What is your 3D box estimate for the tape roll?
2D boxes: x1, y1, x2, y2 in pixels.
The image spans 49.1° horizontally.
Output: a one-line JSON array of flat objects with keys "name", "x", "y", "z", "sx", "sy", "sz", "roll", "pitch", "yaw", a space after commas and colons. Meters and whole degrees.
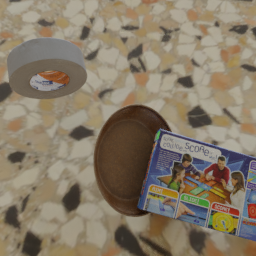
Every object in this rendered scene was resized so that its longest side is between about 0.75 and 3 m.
[{"name": "tape roll", "x": -1.952, "y": -1.386, "z": 6.852, "sx": 1.836, "sy": 1.836, "sz": 0.607, "roll": -12, "pitch": 72, "yaw": -5}]

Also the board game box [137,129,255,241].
[{"name": "board game box", "x": 1.852, "y": 1.355, "z": 6.731, "sx": 2.874, "sy": 0.495, "sz": 1.945, "roll": 17, "pitch": 77, "yaw": -3}]

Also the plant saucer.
[{"name": "plant saucer", "x": 0.172, "y": 0.761, "z": 6.804, "sx": 2.651, "sy": 0.485, "sz": 2.651, "roll": 4, "pitch": 83, "yaw": -39}]
